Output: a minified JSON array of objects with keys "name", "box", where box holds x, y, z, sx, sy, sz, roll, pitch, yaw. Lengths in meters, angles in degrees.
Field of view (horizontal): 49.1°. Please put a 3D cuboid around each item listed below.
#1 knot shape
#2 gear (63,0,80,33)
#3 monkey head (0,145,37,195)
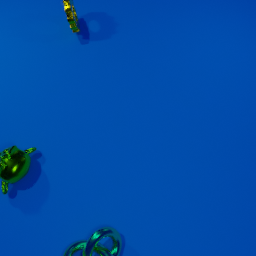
[{"name":"knot shape","box":[-0.644,2.850,6.261,1.409,0.651,1.319,33,70,7]},{"name":"gear","box":[-1.777,-3.586,8.861,0.204,1.105,1.105,-13,67,3]},{"name":"monkey head","box":[-3.011,0.914,7.133,1.013,0.849,1.408,9,60,39]}]
